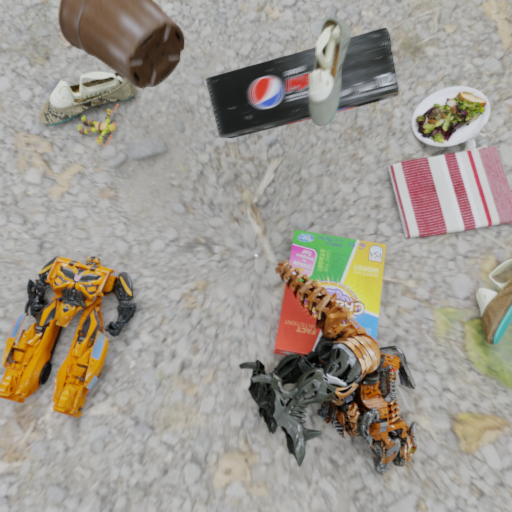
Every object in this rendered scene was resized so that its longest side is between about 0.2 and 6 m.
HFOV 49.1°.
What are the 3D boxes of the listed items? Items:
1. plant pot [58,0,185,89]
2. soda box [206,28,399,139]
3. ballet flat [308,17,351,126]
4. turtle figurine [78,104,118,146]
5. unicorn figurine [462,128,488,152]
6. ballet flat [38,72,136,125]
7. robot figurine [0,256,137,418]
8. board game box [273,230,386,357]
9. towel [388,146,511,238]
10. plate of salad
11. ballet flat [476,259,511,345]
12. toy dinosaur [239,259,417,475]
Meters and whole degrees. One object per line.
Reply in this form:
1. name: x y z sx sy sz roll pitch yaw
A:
1. plant pot: -2.174 -3.813 9.508 1.605 1.622 1.622 42 75 15
2. soda box: 0.761 -2.765 9.195 2.955 0.936 1.046 -11 98 13
3. ballet flat: 0.959 -2.629 7.946 0.517 0.489 1.534 8 82 39
4. turtle figurine: -3.457 -2.902 12.430 0.858 0.343 1.064 8 76 11
5. unicorn figurine: 4.712 -2.387 12.190 0.633 0.341 0.922 -10 93 3
6. ballet flat: -3.828 -3.647 12.430 2.298 0.865 0.780 -20 66 -7
7. robot figurine: -3.534 1.341 10.505 2.189 0.879 3.019 13 70 3
8. board game box: 1.459 0.827 10.909 1.881 0.496 2.458 9 69 3
9. towel: 4.139 -1.329 11.855 2.415 0.275 1.740 -9 73 -2
10. plate of salad: 4.204 -3.099 12.201 1.646 0.395 1.646 -13 58 22
11. ballet flat: 4.851 0.688 10.894 0.844 0.792 2.334 32 71 33
12. toy dinosaur: 1.273 2.027 9.674 2.680 2.017 3.949 -28 76 -12
